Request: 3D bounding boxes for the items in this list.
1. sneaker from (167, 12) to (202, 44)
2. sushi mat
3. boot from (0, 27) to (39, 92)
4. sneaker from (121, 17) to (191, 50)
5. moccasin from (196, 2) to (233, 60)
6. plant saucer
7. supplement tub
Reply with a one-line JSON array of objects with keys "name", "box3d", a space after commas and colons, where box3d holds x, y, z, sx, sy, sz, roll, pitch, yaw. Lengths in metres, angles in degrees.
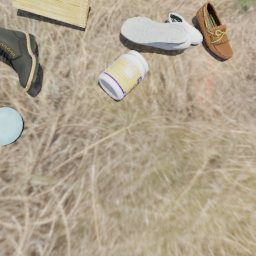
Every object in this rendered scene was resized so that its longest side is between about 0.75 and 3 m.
[{"name": "sneaker", "box3d": [1.923, -3.440, 9.716, 1.492, 0.528, 0.545, 41, 99, 16]}, {"name": "sushi mat", "box3d": [-2.621, -4.437, 9.554, 2.679, 0.162, 1.282, 16, 113, -1]}, {"name": "boot", "box3d": [-3.759, -2.223, 8.595, 1.721, 0.964, 2.488, 12, 41, -37]}, {"name": "sneaker", "box3d": [0.906, -3.040, 9.384, 2.377, 0.957, 0.908, 17, 89, 17]}, {"name": "moccasin", "box3d": [3.033, -3.295, 9.513, 0.753, 0.795, 2.060, -13, 79, -18]}, {"name": "plant saucer", "box3d": [-3.852, -0.037, 8.741, 1.214, 0.234, 1.214, 0, 77, 2]}, {"name": "supplement tub", "box3d": [-0.125, -1.683, 8.891, 1.012, 1.012, 1.393, 42, 76, 13]}]
